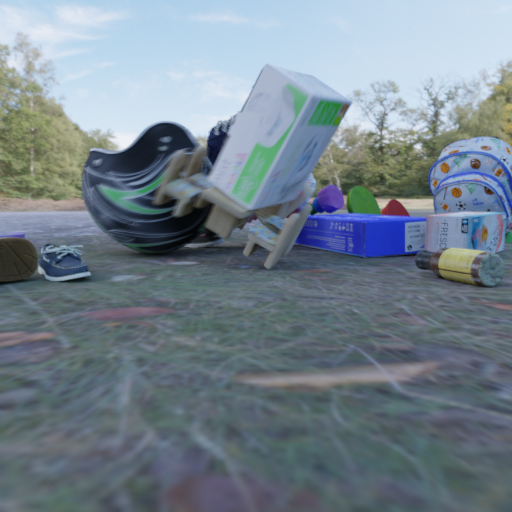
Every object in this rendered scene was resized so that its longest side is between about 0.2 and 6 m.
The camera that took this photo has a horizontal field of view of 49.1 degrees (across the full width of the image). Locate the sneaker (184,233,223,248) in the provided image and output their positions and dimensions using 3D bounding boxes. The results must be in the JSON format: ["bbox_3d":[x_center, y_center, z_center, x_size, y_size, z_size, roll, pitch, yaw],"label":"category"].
[{"bbox_3d":[-1.545,-0.638,13.859,1.583,0.785,0.560,4,13,28],"label":"sneaker"}]

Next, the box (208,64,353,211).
[{"bbox_3d":[0.426,-2.045,9.755,1.049,2.170,1.914,38,24,16],"label":"box"}]

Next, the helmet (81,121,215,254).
[{"bbox_3d":[-2.259,-1.348,11.868,2.588,2.715,2.715,-34,14,-10],"label":"helmet"}]

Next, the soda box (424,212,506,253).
[{"bbox_3d":[4.510,-0.463,11.927,0.962,0.894,2.813,5,9,36],"label":"soda box"}]

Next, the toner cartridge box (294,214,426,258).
[{"bbox_3d":[2.339,-0.546,13.146,1.707,0.776,3.594,-3,7,-19],"label":"toner cartridge box"}]

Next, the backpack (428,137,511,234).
[{"bbox_3d":[6.157,-1.879,15.788,2.851,2.716,2.196,-10,22,39],"label":"backpack"}]

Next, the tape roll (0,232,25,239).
[{"bbox_3d":[-5.317,-0.202,11.359,1.183,0.503,1.183,0,7,0],"label":"tape roll"}]

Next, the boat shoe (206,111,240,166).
[{"bbox_3d":[-0.474,-2.949,12.842,1.116,2.407,0.899,17,23,-8],"label":"boat shoe"}]

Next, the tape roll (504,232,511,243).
[{"bbox_3d":[7.348,-0.506,15.150,1.175,0.282,1.175,-2,4,0],"label":"tape roll"}]

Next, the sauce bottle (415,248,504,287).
[{"bbox_3d":[2.941,0.121,8.304,0.504,0.504,1.556,-2,7,-20],"label":"sauce bottle"}]

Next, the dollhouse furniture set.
[{"bbox_3d":[-0.022,-1.399,10.309,2.355,1.785,2.687,30,23,9],"label":"dollhouse furniture set"}]

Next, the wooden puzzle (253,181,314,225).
[{"bbox_3d":[0.378,-1.552,12.557,1.536,1.421,0.286,-42,5,-18],"label":"wooden puzzle"}]

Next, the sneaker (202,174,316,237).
[{"bbox_3d":[0.179,-1.230,13.853,1.636,3.053,1.019,46,-5,-36],"label":"sneaker"}]

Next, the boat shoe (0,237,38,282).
[{"bbox_3d":[-4.129,0.099,7.539,0.748,0.827,2.320,-4,-5,31],"label":"boat shoe"}]

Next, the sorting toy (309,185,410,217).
[{"bbox_3d":[2.845,-1.080,15.992,3.807,1.320,1.311,11,-26,-39],"label":"sorting toy"}]

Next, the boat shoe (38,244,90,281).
[{"bbox_3d":[-2.989,0.078,8.675,0.606,0.500,1.618,-4,7,-30],"label":"boat shoe"}]
